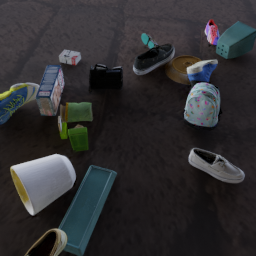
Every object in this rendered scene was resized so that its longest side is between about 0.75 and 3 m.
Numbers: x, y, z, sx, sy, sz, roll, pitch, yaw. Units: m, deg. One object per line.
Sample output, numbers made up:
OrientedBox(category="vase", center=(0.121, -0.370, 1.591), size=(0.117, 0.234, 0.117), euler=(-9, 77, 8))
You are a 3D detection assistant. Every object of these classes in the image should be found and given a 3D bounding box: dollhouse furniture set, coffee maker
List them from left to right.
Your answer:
OrientedBox(category="dollhouse furniture set", center=(-1.835, -0.360, 9.858), size=(1.182, 0.913, 2.365), euler=(-6, 48, -6))
OrientedBox(category="coffee maker", center=(-0.869, -1.924, 11.455), size=(1.346, 0.907, 1.293), euler=(0, 74, 2))

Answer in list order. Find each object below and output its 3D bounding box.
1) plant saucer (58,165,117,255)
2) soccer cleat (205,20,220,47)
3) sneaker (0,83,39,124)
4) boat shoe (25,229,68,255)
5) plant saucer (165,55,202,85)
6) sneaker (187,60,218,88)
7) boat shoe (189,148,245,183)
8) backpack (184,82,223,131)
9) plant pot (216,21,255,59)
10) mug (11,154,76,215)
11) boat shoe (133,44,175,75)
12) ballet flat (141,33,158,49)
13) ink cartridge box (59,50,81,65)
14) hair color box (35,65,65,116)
OrientedBox(category="plant saucer", center=(-1.185, 2.175, 7.989), size=(0.929, 0.252, 2.658), euler=(14, 48, 12))
OrientedBox(category="soccer cleat", center=(4.291, -4.757, 14.080), size=(0.618, 0.663, 1.812), euler=(-1, 47, -1))
OrientedBox(category="sneaker", center=(-4.345, -0.779, 10.374), size=(2.493, 0.944, 1.310), euler=(-18, 61, -6))
OrientedBox(category="boat shoe", center=(-2.251, 3.224, 6.614), size=(0.723, 0.648, 1.953), euler=(25, 62, 19))
OrientedBox(category="plant saucer", center=(2.639, -2.671, 12.372), size=(1.987, 0.352, 1.987), euler=(0, 47, 0))
OrientedBox(category="sneaker", center=(3.133, -2.148, 11.563), size=(0.752, 1.090, 1.960), euler=(3, 23, 40))
OrientedBox(category="boat shoe", center=(2.771, 1.113, 8.723), size=(1.761, 0.578, 0.633), euler=(26, 53, 22))
OrientedBox(category="backpack", center=(2.585, -0.717, 9.602), size=(1.360, 1.629, 1.031), euler=(11, 46, 15))
OrientedBox(category="plant pot", center=(4.978, -4.006, 13.134), size=(1.570, 1.110, 1.109), euler=(-33, 55, -17))
OrientedBox(category="mug", center=(-2.424, 1.343, 8.027), size=(1.469, 1.433, 1.790), euler=(-25, 58, -31))
OrientedBox(category="boat shoe", center=(1.257, -3.274, 12.658), size=(0.897, 0.740, 2.614), euler=(34, 56, 27))
OrientedBox(category="ballet flat", center=(1.117, -4.190, 13.778), size=(0.494, 0.494, 1.373), euler=(-18, 50, -16))
OrientedBox(category="ink cartridge box", center=(-2.677, -3.260, 12.917), size=(0.825, 0.345, 0.595), euler=(13, 49, 12))
OrientedBox(category="hair color box", center=(-2.968, -1.480, 10.846), size=(0.588, 0.971, 1.942), euler=(1, 48, 1))
